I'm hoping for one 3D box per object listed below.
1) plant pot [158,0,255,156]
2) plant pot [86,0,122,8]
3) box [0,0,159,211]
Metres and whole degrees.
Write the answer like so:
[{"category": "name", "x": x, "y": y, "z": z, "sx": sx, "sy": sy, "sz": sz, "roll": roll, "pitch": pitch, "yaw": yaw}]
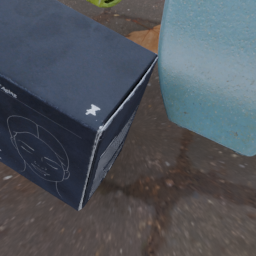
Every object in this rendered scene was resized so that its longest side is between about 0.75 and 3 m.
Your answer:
[{"category": "plant pot", "x": 2.179, "y": -1.133, "z": 5.051, "sx": 2.777, "sy": 2.836, "sz": 2.784, "roll": 27, "pitch": 20, "yaw": 33}, {"category": "plant pot", "x": -0.565, "y": -4.656, "z": 8.211, "sx": 2.272, "sy": 2.272, "sz": 2.089, "roll": 6, "pitch": 47, "yaw": 5}, {"category": "box", "x": -1.353, "y": -0.403, "z": 4.580, "sx": 2.730, "sy": 2.683, "sz": 1.692, "roll": 30, "pitch": 55, "yaw": 6}]
